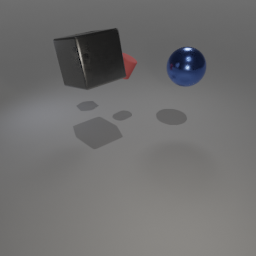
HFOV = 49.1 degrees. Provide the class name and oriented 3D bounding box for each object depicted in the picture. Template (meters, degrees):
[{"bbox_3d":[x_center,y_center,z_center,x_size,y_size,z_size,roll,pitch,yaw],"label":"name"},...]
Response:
[{"bbox_3d":[-0.128,-2.233,10.102,0.700,0.700,0.700,24,28,-13],"label":"cylinder"},{"bbox_3d":[2.079,-2.179,10.007,1.400,1.400,1.400,0,30,0],"label":"ball"},{"bbox_3d":[-1.098,-2.012,8.114,1.400,1.400,1.400,-25,26,-32],"label":"cube"}]
